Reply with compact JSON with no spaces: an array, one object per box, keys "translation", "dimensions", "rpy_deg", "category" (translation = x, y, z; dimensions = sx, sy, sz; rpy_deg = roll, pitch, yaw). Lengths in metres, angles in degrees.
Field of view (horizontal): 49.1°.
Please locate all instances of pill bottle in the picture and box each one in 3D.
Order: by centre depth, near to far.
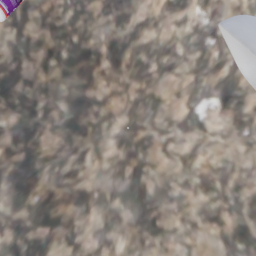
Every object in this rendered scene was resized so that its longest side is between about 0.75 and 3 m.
[{"translation":[-2.867,-3.044,6.586],"dimensions":[0.580,0.580,1.032],"rpy_deg":[30,69,5],"category":"pill bottle"}]

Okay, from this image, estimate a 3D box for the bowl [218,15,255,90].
[{"translation":[2.628,-1.253,5.322],"dimensions":[0.692,1.852,1.855],"rpy_deg":[-35,43,15],"category":"bowl"}]
